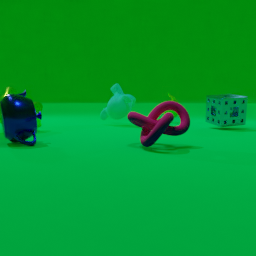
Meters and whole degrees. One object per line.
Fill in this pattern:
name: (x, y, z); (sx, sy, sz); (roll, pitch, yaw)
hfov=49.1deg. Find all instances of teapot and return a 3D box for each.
teapot: (-1.954, -0.222, 5.138); (0.698, 0.886, 1.425); (-9, 51, -27)
teapot: (1.500, -0.723, 9.914); (0.537, 1.097, 0.682); (-3, 19, -24)

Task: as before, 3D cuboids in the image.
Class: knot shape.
knot shape: (0.442, -0.097, 4.763); (0.994, 0.491, 1.062); (8, 29, 42)

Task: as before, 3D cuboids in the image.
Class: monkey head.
monkey head: (-0.334, -0.816, 8.739); (1.457, 1.048, 0.878); (-31, 2, 42)

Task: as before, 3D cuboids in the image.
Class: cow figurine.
cow figurine: (-2.831, -0.313, 6.635); (1.667, 0.915, 1.641); (28, 22, -27)

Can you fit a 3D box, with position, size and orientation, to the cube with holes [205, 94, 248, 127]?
cube with holes: (2.704, -0.505, 7.759); (0.771, 0.771, 0.771); (-5, 14, -16)
